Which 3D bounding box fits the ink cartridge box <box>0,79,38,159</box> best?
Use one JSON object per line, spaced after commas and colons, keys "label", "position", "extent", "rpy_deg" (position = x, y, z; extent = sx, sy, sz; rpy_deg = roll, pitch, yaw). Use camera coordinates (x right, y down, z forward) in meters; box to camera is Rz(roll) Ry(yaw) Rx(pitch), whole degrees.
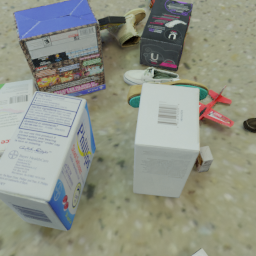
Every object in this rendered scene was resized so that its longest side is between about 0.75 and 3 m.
{"label": "ink cartridge box", "position": [-3.779, -0.105, 8.878], "extent": [1.905, 1.147, 2.621], "rpy_deg": [-10, 56, -5]}

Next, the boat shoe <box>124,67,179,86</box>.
{"label": "boat shoe", "position": [0.870, -1.933, 10.332], "extent": [2.089, 0.697, 0.768], "rpy_deg": [8, 57, 5]}

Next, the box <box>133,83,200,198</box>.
{"label": "box", "position": [0.926, 0.470, 7.455], "extent": [1.403, 2.878, 1.790], "rpy_deg": [6, 57, 4]}

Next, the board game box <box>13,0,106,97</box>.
{"label": "board game box", "position": [-2.115, -2.448, 9.343], "extent": [2.316, 2.905, 1.407], "rpy_deg": [-16, 58, -10]}

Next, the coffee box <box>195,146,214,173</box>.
{"label": "coffee box", "position": [2.257, 0.948, 8.382], "extent": [0.328, 0.821, 0.464], "rpy_deg": [-9, 57, -4]}

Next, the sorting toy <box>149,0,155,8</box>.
{"label": "sorting toy", "position": [1.108, -5.947, 13.124], "extent": [0.420, 0.615, 1.024], "rpy_deg": [-25, 46, 24]}

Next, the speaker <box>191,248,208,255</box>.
{"label": "speaker", "position": [2.049, 3.935, 6.433], "extent": [0.847, 0.847, 2.087], "rpy_deg": [-28, 62, -17]}

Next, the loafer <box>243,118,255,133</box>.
{"label": "loafer", "position": [4.558, -0.186, 9.312], "extent": [1.403, 0.500, 0.512], "rpy_deg": [-2, 57, -1]}

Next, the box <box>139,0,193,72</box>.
{"label": "box", "position": [1.515, -3.717, 11.089], "extent": [1.578, 1.369, 2.581], "rpy_deg": [14, 58, 9]}

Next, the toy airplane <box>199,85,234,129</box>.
{"label": "toy airplane", "position": [2.817, -0.779, 9.763], "extent": [2.144, 0.394, 2.144], "rpy_deg": [-2, 53, 3]}

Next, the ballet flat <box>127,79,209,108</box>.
{"label": "ballet flat", "position": [1.041, -1.049, 7.617], "extent": [2.197, 0.754, 0.692], "rpy_deg": [-5, 48, 7]}

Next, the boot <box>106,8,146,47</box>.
{"label": "boot", "position": [0.202, -4.212, 11.837], "extent": [1.887, 0.680, 1.459], "rpy_deg": [-29, 60, -11]}

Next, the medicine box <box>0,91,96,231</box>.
{"label": "medicine box", "position": [-1.970, 0.917, 7.391], "extent": [1.422, 2.516, 2.762], "rpy_deg": [10, 58, 7]}

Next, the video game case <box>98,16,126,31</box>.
{"label": "video game case", "position": [-1.284, -3.894, 10.761], "extent": [1.994, 0.281, 2.207], "rpy_deg": [-9, 17, 18]}
